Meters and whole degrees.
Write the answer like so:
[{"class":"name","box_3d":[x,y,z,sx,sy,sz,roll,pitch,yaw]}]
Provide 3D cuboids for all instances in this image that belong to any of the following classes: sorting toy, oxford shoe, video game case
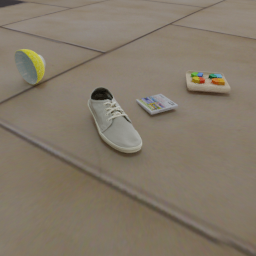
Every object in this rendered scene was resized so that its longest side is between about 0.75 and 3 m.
[{"class":"sorting toy","box_3d":[2.897,-1.776,10.296,1.487,0.293,1.607,6,32,6]},{"class":"oxford shoe","box_3d":[-0.439,-0.301,7.766,0.963,0.740,2.562,-12,45,-27]},{"class":"video game case","box_3d":[0.919,-0.791,9.092,0.968,0.117,1.063,-15,33,-20]}]

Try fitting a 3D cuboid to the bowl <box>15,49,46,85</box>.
[{"class":"bowl","box_3d":[-3.470,-2.333,10.293,1.302,1.302,0.700,25,45,31]}]
